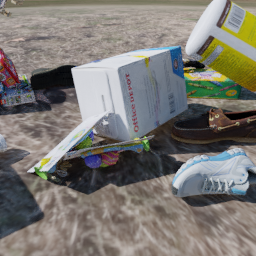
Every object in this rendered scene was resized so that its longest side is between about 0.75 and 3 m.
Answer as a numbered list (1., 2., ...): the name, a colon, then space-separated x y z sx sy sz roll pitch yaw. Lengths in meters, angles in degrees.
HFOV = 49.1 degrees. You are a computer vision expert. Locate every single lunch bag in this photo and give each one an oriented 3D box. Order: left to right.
1. lunch bag: -4.870 -2.334 11.059 0.681 1.463 1.661 -31 53 -5

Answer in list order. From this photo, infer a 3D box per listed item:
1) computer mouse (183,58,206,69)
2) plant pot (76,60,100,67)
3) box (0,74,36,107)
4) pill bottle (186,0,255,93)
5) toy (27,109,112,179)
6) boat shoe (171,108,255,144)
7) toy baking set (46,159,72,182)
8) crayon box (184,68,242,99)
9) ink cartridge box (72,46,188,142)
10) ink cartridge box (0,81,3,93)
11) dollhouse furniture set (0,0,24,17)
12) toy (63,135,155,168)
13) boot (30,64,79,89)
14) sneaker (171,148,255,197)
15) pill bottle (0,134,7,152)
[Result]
1. computer mouse: 1.930 -2.706 12.867 1.611 0.645 2.939 -15 12 -39
2. plant pot: -1.471 -1.812 11.096 1.221 1.358 1.358 -14 31 -9
3. box: -4.703 -1.591 11.559 1.319 0.416 2.397 -13 32 -22
4. pill bottle: 2.911 -1.832 6.788 2.742 1.498 1.498 28 30 -5
5. toy: -1.381 0.470 7.284 1.355 0.555 2.353 -14 24 51
6. boat shoe: 2.724 -0.151 8.397 2.827 0.994 0.995 -3 31 -3
7. toy baking set: -1.840 1.029 7.150 0.702 0.106 0.915 4 29 7
8. crayon box: 3.183 -1.888 11.709 2.658 0.774 1.578 2 29 4
9. ink cartridge box: 0.136 -1.178 8.733 2.081 2.118 2.877 10 28 43
10. ink cartridge box: -5.767 -1.863 10.557 1.455 1.430 1.977 -35 36 -4
11. dollhouse furniture set: -3.705 -3.687 7.879 1.394 0.722 0.617 32 12 21
12. toy: -0.467 0.689 7.070 2.186 0.516 1.259 -14 -10 -18
13. boot: -3.274 -2.542 12.865 2.431 0.941 1.681 -9 25 -18
14. sneaker: 2.081 1.133 6.247 2.360 0.885 1.022 -14 37 -23
15. pill bottle: -3.835 0.586 7.418 0.623 0.623 1.076 23 36 36
